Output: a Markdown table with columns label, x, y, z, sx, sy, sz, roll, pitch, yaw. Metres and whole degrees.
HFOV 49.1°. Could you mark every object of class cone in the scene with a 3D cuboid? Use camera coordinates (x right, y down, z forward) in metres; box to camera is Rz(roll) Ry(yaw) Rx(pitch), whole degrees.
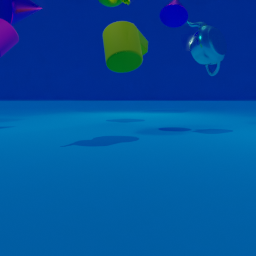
| label | x | y | z | sx | sy | sz | roll | pitch | yaw |
| --- | --- | --- | --- | --- | --- | --- | --- | --- | --- |
| cone | 1.519 | -3.910 | 9.036 | 0.900 | 0.903 | 0.900 | 9 | -27 | 5 |
| cone | -3.489 | -4.034 | 9.348 | 1.373 | 1.368 | 1.368 | -18 | 17 | -42 |

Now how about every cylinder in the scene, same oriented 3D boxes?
| label | x | y | z | sx | sy | sz | roll | pitch | yaw |
| --- | --- | --- | --- | --- | --- | --- | --- | --- | --- |
| cylinder | -0.129 | -1.864 | 6.506 | 0.845 | 0.845 | 0.845 | -7 | -21 | -3 |
| cylinder | -3.876 | -2.671 | 8.366 | 0.836 | 0.836 | 0.836 | 6 | 51 | 42 |

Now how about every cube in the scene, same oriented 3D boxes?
| label | x | y | z | sx | sy | sz | roll | pitch | yaw |
| --- | --- | --- | --- | --- | --- | --- | --- | --- | --- |
| cube | 0.097 | -3.460 | 11.668 | 1.075 | 1.075 | 1.075 | -33 | 28 | 27 |

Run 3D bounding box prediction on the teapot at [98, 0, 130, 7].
| label | x | y | z | sx | sy | sz | roll | pitch | yaw |
| --- | --- | --- | --- | --- | --- | --- | --- | --- | --- |
| teapot | -0.446 | -3.333 | 6.510 | 1.348 | 0.838 | 0.660 | 43 | 7 | 1 |

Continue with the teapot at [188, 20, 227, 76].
| label | x | y | z | sx | sy | sz | roll | pitch | yaw |
| --- | --- | --- | --- | --- | --- | --- | --- | --- | --- |
| teapot | 2.212 | -2.367 | 8.031 | 1.116 | 1.795 | 0.879 | -21 | 2 | -40 |
